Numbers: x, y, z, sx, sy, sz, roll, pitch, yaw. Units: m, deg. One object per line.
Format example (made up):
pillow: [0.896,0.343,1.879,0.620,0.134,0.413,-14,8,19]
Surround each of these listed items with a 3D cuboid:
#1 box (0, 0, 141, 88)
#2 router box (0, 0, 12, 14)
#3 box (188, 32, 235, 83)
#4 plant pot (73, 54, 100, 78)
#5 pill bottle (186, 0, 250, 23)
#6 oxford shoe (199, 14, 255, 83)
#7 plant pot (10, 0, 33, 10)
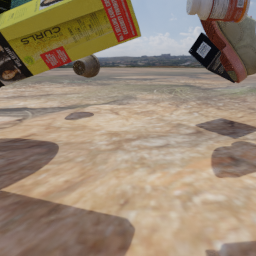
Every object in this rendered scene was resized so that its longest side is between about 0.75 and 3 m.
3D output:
box: [-1.284,-1.674,4.876,2.855,1.074,0.715,-17,48,7]
router box: [-2.854,-2.648,4.724,1.727,1.288,0.441,7,9,-41]
box: [3.000,-2.353,9.351,1.400,0.822,1.376,16,31,-31]
plant pot: [-1.638,-2.308,10.546,0.945,0.945,0.820,5,21,19]
pill bottle: [1.443,-2.012,4.555,0.912,0.512,0.512,3,14,-4]
oxford shoe: [2.677,-2.723,7.407,1.099,2.976,1.053,-26,0,9]
plant pot: [-2.807,-2.912,7.514,1.869,2.329,2.329,-42,21,-2]
